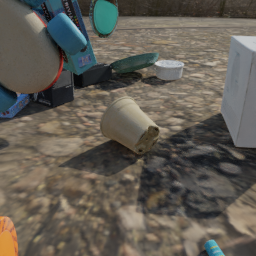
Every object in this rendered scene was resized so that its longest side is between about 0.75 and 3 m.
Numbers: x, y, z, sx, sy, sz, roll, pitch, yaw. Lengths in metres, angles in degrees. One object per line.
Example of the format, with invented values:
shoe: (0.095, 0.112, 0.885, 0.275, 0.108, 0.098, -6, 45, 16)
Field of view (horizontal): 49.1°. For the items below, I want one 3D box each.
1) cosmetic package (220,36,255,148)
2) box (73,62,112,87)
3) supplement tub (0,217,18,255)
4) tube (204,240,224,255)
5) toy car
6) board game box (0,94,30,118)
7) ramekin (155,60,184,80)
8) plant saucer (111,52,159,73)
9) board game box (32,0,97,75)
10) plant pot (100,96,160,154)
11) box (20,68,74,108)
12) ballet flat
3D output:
cosmetic package: (3.793, -1.120, 8.030, 1.586, 2.580, 2.572, 4, 27, 6)
box: (-1.821, -2.552, 13.022, 1.305, 0.729, 1.849, 19, 31, 39)
supplement tub: (-2.749, 1.795, 3.406, 2.427, 1.487, 1.487, -4, 27, -6)
tube: (1.443, 2.097, 4.300, 0.298, 0.194, 0.770, -18, 34, -8)
toy car: (-2.175, -1.850, 6.128, 2.250, 2.159, 2.441, -36, 10, 9)
board game box: (-4.788, -0.854, 9.997, 1.999, 0.366, 1.512, 2, 26, 4)
ramekin: (1.987, -2.796, 13.571, 1.387, 0.676, 1.387, -1, 26, 0)
plant saucer: (0.336, -3.122, 13.693, 2.512, 0.451, 2.512, -12, 5, 1)
board game box: (-2.255, -2.893, 7.463, 0.704, 2.265, 3.000, -39, 45, -24)
plant pot: (0.137, 0.027, 7.440, 1.325, 1.325, 1.213, -21, 45, -36)
box: (-3.133, -2.000, 10.581, 1.927, 1.894, 1.194, 17, 31, 31)
ballet flat: (-0.834, -3.984, 9.199, 1.009, 2.718, 1.009, 6, -18, 2)
